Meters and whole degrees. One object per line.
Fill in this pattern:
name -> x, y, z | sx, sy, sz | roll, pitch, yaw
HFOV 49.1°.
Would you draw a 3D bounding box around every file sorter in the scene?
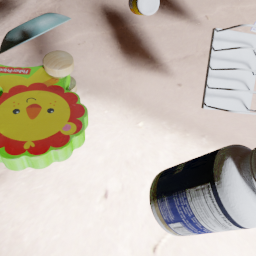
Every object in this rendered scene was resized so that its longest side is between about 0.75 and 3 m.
file sorter -> 2.740, -1.311, 6.532 | 1.354, 1.951, 1.215 | 3, 9, -16

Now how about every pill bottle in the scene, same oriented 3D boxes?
pill bottle -> 1.186, 0.786, 3.563 | 0.992, 1.786, 0.992 | 18, 58, -32
pill bottle -> 0.369, -3.276, 7.348 | 0.591, 0.591, 1.082 | -15, 26, -11

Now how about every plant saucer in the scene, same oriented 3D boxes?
plant saucer -> -2.461, -2.523, 7.193 | 2.081, 0.401, 2.081 | -22, 24, 10

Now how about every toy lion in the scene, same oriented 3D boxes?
toy lion -> -1.606, -0.306, 4.095 | 2.070, 0.711, 1.984 | 3, 51, -3

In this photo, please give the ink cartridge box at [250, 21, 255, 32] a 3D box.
ink cartridge box -> 4.461, -3.385, 7.935 | 1.709, 1.693, 0.371 | 7, 37, -25
